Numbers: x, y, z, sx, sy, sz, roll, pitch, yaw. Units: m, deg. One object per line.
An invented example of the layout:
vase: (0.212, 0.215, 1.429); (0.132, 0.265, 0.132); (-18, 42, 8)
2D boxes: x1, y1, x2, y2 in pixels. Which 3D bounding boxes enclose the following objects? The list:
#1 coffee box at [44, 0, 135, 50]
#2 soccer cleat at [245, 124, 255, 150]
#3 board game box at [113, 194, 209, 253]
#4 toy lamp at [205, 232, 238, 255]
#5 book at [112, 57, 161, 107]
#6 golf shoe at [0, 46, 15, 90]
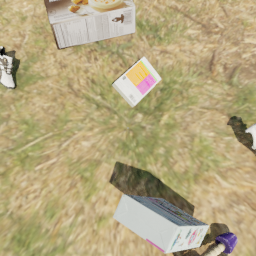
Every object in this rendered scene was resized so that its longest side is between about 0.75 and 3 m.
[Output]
coffee box: (-1.225, -3.665, 9.022); (2.624, 1.046, 1.501); (-15, 59, -8)
soccer cleat: (3.226, 0.489, 6.615); (0.497, 0.444, 1.282); (-26, 93, 21)
board game box: (0.682, 1.779, 5.332); (1.197, 1.622, 0.521); (23, 89, 37)
toy lamp: (1.665, 2.529, 5.580); (1.422, 0.414, 0.414); (-21, 60, -33)
book: (0.279, -1.305, 7.926); (0.850, 0.306, 1.273); (48, 65, -6)
golf shoe: (-3.468, -1.706, 7.881); (0.595, 0.489, 1.259); (-28, 91, 16)
